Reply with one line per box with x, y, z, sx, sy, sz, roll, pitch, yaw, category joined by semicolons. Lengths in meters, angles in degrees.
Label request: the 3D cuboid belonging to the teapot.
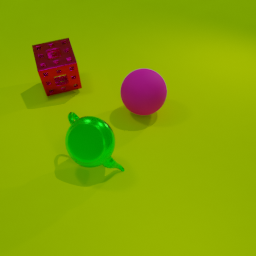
-0.783;0.351;6.572;1.910;1.188;0.935;49;14;6;teapot

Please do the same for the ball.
0.459;-1.056;8.244;1.370;1.370;1.370;0;38;0;ball

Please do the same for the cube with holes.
-2.327;-2.007;9.277;1.208;1.208;1.208;-16;59;-10;cube with holes
